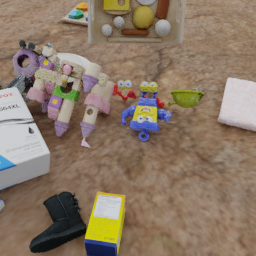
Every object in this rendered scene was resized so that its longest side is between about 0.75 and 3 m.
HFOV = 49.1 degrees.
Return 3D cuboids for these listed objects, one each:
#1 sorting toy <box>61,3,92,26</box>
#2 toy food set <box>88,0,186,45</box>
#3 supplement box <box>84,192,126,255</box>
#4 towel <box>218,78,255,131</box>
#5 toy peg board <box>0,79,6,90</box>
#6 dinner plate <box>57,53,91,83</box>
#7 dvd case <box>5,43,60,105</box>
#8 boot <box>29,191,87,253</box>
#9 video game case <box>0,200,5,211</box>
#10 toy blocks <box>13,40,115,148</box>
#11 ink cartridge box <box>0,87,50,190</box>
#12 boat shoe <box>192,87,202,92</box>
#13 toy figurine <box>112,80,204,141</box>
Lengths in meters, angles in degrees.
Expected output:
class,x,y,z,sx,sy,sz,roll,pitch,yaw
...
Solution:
class,x,y,z,sx,sy,sz,roll,pitch,yaw
sorting toy,-2.189,-6.540,15.965,2.425,0.478,2.620,14,45,15
toy food set,0.253,-3.507,8.232,2.861,2.053,0.864,-1,20,-6
supplement box,-0.491,2.235,6.481,0.701,0.705,1.288,7,45,6
towel,4.697,-0.736,9.841,2.742,0.442,2.619,14,44,14
toy peg board,-5.375,-0.961,9.037,2.459,2.448,1.203,-3,70,-3
dinner plate,-2.668,-2.548,11.296,2.475,0.300,2.475,4,40,-4
dvd case,-3.191,-1.733,9.607,0.235,1.557,2.133,38,77,6
boot,-1.740,2.177,6.680,1.416,0.524,1.160,-15,47,-25
video game case,-3.823,2.099,6.962,1.057,0.240,0.958,14,45,14
toy blocks,-2.037,-0.869,8.726,2.578,2.758,2.322,18,88,7
ink cartridge box,-3.555,0.266,7.730,1.908,1.102,2.613,-19,60,-30
boat shoe,2.465,-1.278,10.492,0.385,0.319,1.073,33,52,30
toy figurine,0.866,-0.359,9.239,2.992,1.578,1.792,7,72,10
